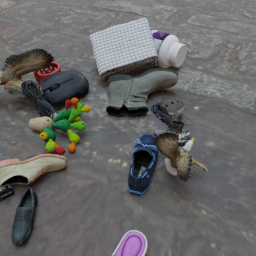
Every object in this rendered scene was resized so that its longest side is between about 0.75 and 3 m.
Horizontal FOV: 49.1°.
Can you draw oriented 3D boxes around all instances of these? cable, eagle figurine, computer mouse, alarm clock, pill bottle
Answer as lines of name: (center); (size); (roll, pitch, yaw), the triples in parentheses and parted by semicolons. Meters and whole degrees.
cable: (1.036, -0.378, 8.499); (0.268, 0.860, 1.054); (-38, 9, 19)
eagle figurine: (-4.060, -1.910, 10.638); (2.515, 1.908, 1.898); (-3, 51, -4)
eagle figurine: (1.404, 0.757, 7.621); (1.256, 1.249, 1.655); (3, -2, 30)
computer mouse: (-2.466, -1.525, 10.734); (2.676, 0.705, 1.853); (-35, 85, -41)
alarm clock: (1.680, -0.622, 10.320); (1.051, 0.519, 1.558); (-25, 50, -26)
pill bottle: (1.311, -3.726, 13.035); (2.675, 1.504, 1.504); (27, 48, 27)

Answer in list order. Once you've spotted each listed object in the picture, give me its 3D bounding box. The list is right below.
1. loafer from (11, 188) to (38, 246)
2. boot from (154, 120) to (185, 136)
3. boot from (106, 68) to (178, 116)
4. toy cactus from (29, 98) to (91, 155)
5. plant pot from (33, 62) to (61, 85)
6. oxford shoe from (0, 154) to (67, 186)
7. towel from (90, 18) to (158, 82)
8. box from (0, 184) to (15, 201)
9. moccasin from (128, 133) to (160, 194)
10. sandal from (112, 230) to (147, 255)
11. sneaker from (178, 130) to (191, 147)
loafer: (-2.638, 2.195, 7.074); (0.501, 0.518, 1.476); (-1, 41, -1)
boot: (1.385, 0.004, 9.465); (0.981, 0.646, 0.342); (0, 43, 0)
boot: (0.609, -1.251, 10.828); (2.966, 1.004, 1.937); (-7, 48, 1)
toy cactus: (-2.423, -0.131, 9.392); (2.045, 1.267, 2.478); (2, 51, 18)
plant pot: (-3.276, -2.064, 11.555); (1.081, 0.985, 1.081); (1, 41, -1)
oxford shoe: (-2.675, 1.257, 7.974); (1.991, 0.705, 0.735); (-8, 49, -25)
towel: (-0.140, -3.350, 12.078); (2.633, 1.127, 2.180); (-17, 69, 6)
box: (-3.615, 1.656, 7.835); (0.615, 0.323, 0.751); (-24, 47, -25)
moccasin: (0.543, 0.898, 8.353); (0.910, 0.771, 2.260); (5, 42, 5)
sandal: (-0.169, 3.124, 6.008); (0.884, 0.534, 2.172); (11, 42, 12)
sneaker: (1.477, 0.414, 8.266); (0.917, 0.415, 0.305); (-26, 8, 32)
